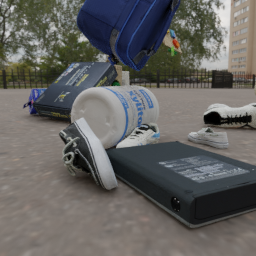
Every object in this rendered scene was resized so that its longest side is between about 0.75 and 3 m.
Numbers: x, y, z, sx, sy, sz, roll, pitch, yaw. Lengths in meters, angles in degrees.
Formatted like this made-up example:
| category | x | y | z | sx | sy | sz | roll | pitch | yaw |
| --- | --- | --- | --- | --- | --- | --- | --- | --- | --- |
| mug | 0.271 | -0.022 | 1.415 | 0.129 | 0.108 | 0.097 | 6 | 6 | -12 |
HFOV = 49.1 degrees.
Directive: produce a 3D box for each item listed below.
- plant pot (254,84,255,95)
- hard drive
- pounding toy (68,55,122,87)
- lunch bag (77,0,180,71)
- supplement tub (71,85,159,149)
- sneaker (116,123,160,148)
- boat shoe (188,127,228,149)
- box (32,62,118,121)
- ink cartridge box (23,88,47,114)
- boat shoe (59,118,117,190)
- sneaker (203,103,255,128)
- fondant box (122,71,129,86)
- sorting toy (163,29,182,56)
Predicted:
| category | x | y | z | sx | sy | sz | roll | pitch | yaw |
| --- | --- | --- | --- | --- | --- | --- | --- | --- | --- |
| plant pot | 5.657 | -1.128 | 9.093 | 2.637 | 2.637 | 2.414 | -9 | 2 | -43 |
| hard drive | 0.799 | 0.633 | 4.168 | 1.599 | 0.377 | 2.292 | -5 | 11 | -27 |
| pounding toy | -1.395 | -1.974 | 12.666 | 2.733 | 2.516 | 1.943 | 5 | 9 | 27 |
| lunch bag | 0.165 | -2.740 | 6.873 | 1.761 | 2.661 | 1.808 | 30 | 2 | 15 |
| supplement tub | -0.240 | -0.339 | 6.861 | 1.389 | 1.389 | 2.105 | 5 | 13 | 29 |
| sneaker | 0.218 | 0.227 | 5.999 | 0.571 | 0.576 | 1.588 | 6 | 13 | 27 |
| boat shoe | 1.925 | 0.177 | 6.728 | 0.439 | 0.399 | 1.195 | -7 | 12 | -33 |
| box | -1.999 | -1.498 | 10.845 | 2.209 | 0.715 | 2.801 | 11 | 52 | 33 |
| ink cartridge box | -3.497 | -1.135 | 12.022 | 1.930 | 0.737 | 1.317 | -4 | -15 | -27 |
| boat shoe | -0.726 | 0.409 | 4.416 | 0.638 | 0.690 | 1.868 | -25 | 36 | -12 |
| sneaker | 3.405 | -0.289 | 8.777 | 2.231 | 0.822 | 0.893 | 2 | 20 | 40 |
| fondant box | -0.351 | -2.951 | 19.846 | 0.817 | 2.023 | 2.804 | -1 | 10 | -1 |
| sorting toy | 1.872 | -3.606 | 11.829 | 1.313 | 1.777 | 0.261 | 14 | -37 | -44 |
